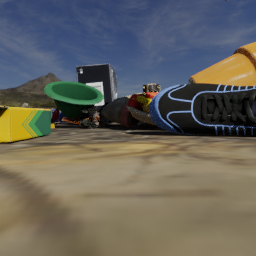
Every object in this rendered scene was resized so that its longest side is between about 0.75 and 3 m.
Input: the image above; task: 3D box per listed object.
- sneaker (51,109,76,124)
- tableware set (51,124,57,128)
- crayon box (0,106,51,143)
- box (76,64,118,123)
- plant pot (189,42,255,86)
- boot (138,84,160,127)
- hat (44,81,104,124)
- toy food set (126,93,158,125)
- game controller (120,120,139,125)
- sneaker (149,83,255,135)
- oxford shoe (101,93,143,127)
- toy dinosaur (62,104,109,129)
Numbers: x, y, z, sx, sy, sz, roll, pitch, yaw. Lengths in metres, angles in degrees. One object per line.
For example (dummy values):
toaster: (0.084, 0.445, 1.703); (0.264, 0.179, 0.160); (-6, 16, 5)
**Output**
sneaker: (-2.774, -0.637, 13.047); (1.207, 0.844, 2.090); (-4, 3, -34)
tableware set: (-2.293, -0.057, 7.930); (0.605, 0.138, 0.899); (2, 0, -29)
crayon box: (-1.902, -0.064, 3.922); (1.103, 0.453, 1.755); (0, 2, 4)
box: (-1.043, -1.183, 10.489); (1.226, 2.053, 2.088); (-5, 2, 3)
plant pot: (3.401, -1.173, 9.153); (2.440, 2.665, 2.665); (-16, 2, 2)
boot: (0.681, -0.689, 8.541); (0.638, 1.312, 1.743); (1, 2, 16)
hat: (-1.672, -0.314, 8.210); (1.646, 1.749, 1.987); (8, 24, -12)
toy food set: (1.301, -0.525, 7.250); (2.670, 0.650, 2.643); (-1, 15, -27)
game controller: (0.457, -0.244, 10.830); (0.901, 0.364, 1.726); (-16, -7, 33)
sneaker: (1.739, -0.335, 4.535); (2.683, 0.941, 1.045); (1, -5, -8)
oxford shoe: (-0.004, -0.757, 9.357); (1.046, 0.985, 2.796); (12, 12, 15)
toy dinosaur: (-1.121, -0.182, 7.667); (1.245, 0.636, 0.845); (-21, -3, -24)
